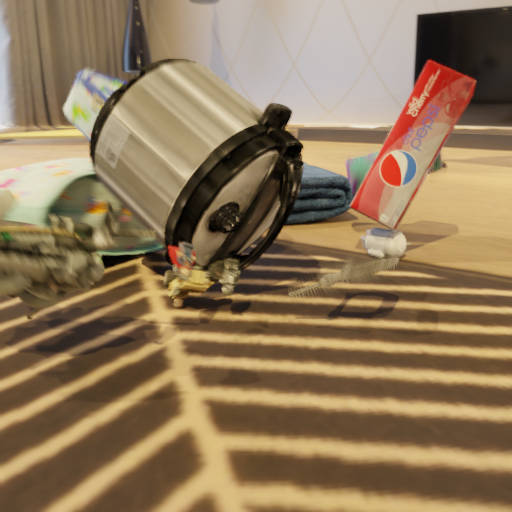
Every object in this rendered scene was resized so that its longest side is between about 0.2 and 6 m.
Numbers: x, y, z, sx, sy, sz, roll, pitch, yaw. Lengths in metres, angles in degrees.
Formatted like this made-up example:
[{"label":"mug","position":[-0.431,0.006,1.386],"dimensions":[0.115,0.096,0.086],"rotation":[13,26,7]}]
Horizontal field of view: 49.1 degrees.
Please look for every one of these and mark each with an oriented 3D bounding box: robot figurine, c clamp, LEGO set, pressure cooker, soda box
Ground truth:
[{"label":"robot figurine","position":[2.402,-0.238,10.417],"dimensions":[0.899,0.508,0.763],"rotation":[17,55,44]},{"label":"c clamp","position":[1.272,0.217,7.569],"dimensions":[1.244,0.197,1.456],"rotation":[-17,-2,31]},{"label":"LEGO set","position":[-2.053,0.257,6.537],"dimensions":[4.092,1.160,2.658],"rotation":[12,-17,-26]},{"label":"pressure cooker","position":[-0.749,-1.179,8.467],"dimensions":[2.597,2.557,2.907],"rotation":[-40,68,-20]},{"label":"soda box","position":[2.821,-1.926,10.171],"dimensions":[0.914,2.883,1.009],"rotation":[30,10,15]}]

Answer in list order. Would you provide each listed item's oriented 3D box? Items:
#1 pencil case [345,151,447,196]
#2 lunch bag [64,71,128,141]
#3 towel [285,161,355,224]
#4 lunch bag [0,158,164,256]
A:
[{"label":"pencil case","position":[2.770,-1.837,11.253],"dimensions":[1.910,0.813,0.883],"rotation":[-17,24,19]},{"label":"lunch bag","position":[-2.171,-2.506,10.560],"dimensions":[2.019,1.036,2.512],"rotation":[45,25,28]},{"label":"towel","position":[0.590,-1.813,14.581],"dimensions":[2.590,1.126,4.639],"rotation":[-4,16,-15]},{"label":"lunch bag","position":[-3.476,-0.835,10.166],"dimensions":[2.558,1.831,3.003],"rotation":[11,15,31]}]
